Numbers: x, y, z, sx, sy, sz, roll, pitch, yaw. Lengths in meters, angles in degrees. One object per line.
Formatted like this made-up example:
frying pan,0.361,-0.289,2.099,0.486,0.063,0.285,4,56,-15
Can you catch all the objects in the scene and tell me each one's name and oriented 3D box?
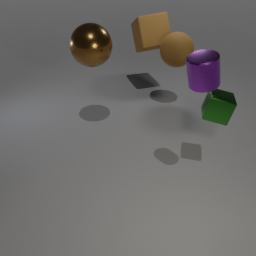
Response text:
cube,1.070,-4.402,13.006,1.400,1.400,1.400,-13,11,-10
cylinder,1.650,-1.245,6.120,0.700,0.700,0.700,-10,37,8
ball,-1.209,-2.710,9.192,1.400,1.400,1.400,0,31,0
cube,2.474,-0.601,7.686,0.700,0.700,0.700,16,34,2
ball,2.004,-3.194,11.449,1.400,1.400,1.400,0,31,0
